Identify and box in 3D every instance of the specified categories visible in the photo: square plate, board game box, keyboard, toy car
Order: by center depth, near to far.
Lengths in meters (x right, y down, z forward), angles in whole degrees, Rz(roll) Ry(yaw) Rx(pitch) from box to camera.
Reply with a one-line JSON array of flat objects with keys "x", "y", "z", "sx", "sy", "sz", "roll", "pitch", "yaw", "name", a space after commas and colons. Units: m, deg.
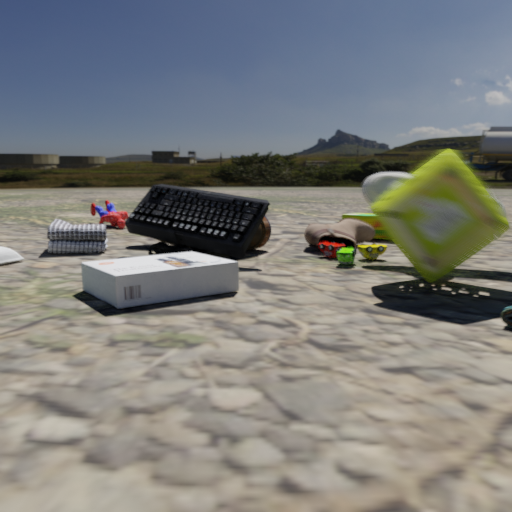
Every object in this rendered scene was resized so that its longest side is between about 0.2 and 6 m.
[{"x": -5.872, "y": 0.028, "z": 9.357, "sx": 2.689, "sy": 0.383, "sz": 2.664, "roll": 4, "pitch": 10, "yaw": 25, "name": "square plate"}, {"x": 1.648, "y": -0.029, "z": 10.007, "sx": 1.282, "sy": 0.286, "sz": 1.206, "roll": 2, "pitch": 9, "yaw": 18, "name": "toy car"}, {"x": -1.230, "y": -0.581, "z": 10.177, "sx": 2.766, "sy": 1.661, "sz": 0.355, "roll": 12, "pitch": -27, "yaw": 33, "name": "keyboard"}, {"x": 3.302, "y": -0.686, "z": 13.196, "sx": 2.296, "sy": 0.547, "sz": 1.166, "roll": 5, "pitch": 8, "yaw": 32, "name": "board game box"}]

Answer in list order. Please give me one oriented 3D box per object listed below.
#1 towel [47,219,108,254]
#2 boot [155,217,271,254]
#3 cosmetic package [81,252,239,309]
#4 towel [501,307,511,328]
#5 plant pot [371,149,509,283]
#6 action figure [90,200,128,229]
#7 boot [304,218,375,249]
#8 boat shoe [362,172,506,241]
[{"x": -3.634, "y": -0.417, "z": 11.460, "sx": 1.155, "sy": 0.597, "sz": 1.395, "roll": -2, "pitch": 9, "yaw": -16, "name": "towel"}, {"x": -1.410, "y": -0.665, "z": 11.245, "sx": 3.145, "sy": 1.175, "sz": 1.524, "roll": 6, "pitch": 8, "yaw": 21, "name": "boot"}, {"x": -1.298, "y": 0.277, "z": 7.551, "sx": 1.733, "sy": 0.448, "sz": 1.306, "roll": -6, "pitch": 8, "yaw": -35, "name": "cosmetic package"}, {"x": 3.785, "y": 0.641, "z": 5.909, "sx": 2.056, "sy": 0.223, "sz": 1.508, "roll": -6, "pitch": 12, "yaw": -37, "name": "towel"}, {"x": 2.519, "y": -0.526, "z": 7.726, "sx": 1.457, "sy": 1.450, "sz": 1.322, "roll": -38, "pitch": -5, "yaw": 17, "name": "plant pot"}, {"x": -4.216, "y": -1.145, "z": 16.286, "sx": 0.772, "sy": 0.610, "sz": 2.360, "roll": -11, "pitch": 17, "yaw": -26, "name": "action figure"}, {"x": 1.814, "y": -0.365, "z": 11.564, "sx": 1.721, "sy": 0.604, "sz": 1.258, "roll": 1, "pitch": 16, "yaw": -9, "name": "boot"}, {"x": 2.977, "y": -0.983, "z": 9.559, "sx": 2.526, "sy": 0.896, "sz": 0.882, "roll": 25, "pitch": -13, "yaw": 27, "name": "boat shoe"}]
